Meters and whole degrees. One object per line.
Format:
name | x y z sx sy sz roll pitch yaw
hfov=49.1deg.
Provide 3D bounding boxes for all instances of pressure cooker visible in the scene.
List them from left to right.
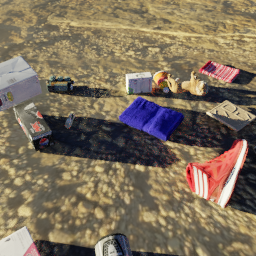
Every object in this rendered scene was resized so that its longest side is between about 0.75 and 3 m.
pressure cooker | -0.315 3.418 7.259 0.966 0.951 1.081 20 32 -32

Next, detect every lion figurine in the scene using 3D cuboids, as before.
lion figurine | 1.989 -1.447 9.654 1.499 0.543 0.918 -7 62 23

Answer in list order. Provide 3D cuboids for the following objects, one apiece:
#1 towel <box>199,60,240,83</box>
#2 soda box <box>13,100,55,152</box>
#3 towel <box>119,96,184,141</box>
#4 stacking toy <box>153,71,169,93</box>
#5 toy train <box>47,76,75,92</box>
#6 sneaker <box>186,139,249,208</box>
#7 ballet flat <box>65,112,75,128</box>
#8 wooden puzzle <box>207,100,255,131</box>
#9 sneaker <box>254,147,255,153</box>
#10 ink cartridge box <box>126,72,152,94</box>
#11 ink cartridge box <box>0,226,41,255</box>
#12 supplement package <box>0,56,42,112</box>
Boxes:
towel | 4.947 -3.071 15.122 1.863 0.209 1.347 28 49 27
soda box | -3.849 -0.149 11.408 0.850 0.761 2.404 -24 47 -25
towel | 1.013 -0.494 11.923 2.366 0.586 1.747 23 45 23
stacking toy | 1.753 -2.191 13.894 0.820 0.820 1.122 -6 60 -7
toy train | -3.357 -2.138 13.847 1.379 0.588 0.786 1 54 -2
sneaker | 3.021 1.191 9.653 1.683 1.142 2.914 21 44 20
ballet flat | -2.500 -0.367 12.008 0.311 0.311 0.897 5 42 6
wooden puzzle | 4.464 -0.486 12.111 1.667 0.386 1.544 -25 48 -32
sneaker | 5.190 0.687 10.517 0.826 0.691 1.865 16 43 13
ink cartridge box | 0.538 -2.179 13.609 1.192 0.868 0.501 -6 42 -7
ink cartridge box | -3.142 3.579 7.261 1.632 0.688 1.181 -26 48 -26
supplement package | -4.624 -1.752 11.000 1.850 1.026 1.441 -31 60 -25
